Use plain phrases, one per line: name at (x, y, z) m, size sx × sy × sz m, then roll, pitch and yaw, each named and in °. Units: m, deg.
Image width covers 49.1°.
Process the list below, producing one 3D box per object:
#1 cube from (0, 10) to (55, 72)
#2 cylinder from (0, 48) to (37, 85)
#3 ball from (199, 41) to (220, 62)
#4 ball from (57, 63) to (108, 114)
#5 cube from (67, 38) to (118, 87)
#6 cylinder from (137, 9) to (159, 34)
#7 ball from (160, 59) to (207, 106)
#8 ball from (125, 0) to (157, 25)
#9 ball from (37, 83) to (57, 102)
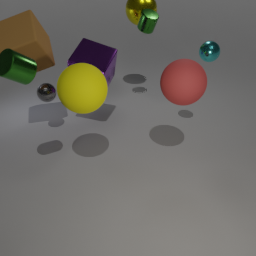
cube at (-3.505, -2.806, 9.508) m, size 1.400 × 1.400 × 1.400 m, roll -19°, pitch 66°, yaw 4°
cylinder at (-2.737, -1.493, 6.881) m, size 0.700 × 0.700 × 0.700 m, roll 25°, pitch 4°, yaw 34°
ball at (2.769, -2.593, 9.509) m, size 0.700 × 0.700 × 0.700 m, roll 0°, pitch 32°, yaw 0°
ball at (-1.272, -1.100, 7.828) m, size 1.400 × 1.400 × 1.400 m, roll 0°, pitch 32°, yaw 0°
cube at (-1.331, -2.244, 10.572) m, size 1.400 × 1.400 × 1.400 m, roll 20°, pitch 57°, yaw 4°
cylinder at (0.803, -4.277, 11.232) m, size 0.700 × 0.700 × 0.700 m, roll 9°, pitch 53°, yaw -13°
ball at (1.678, -1.383, 8.495) m, size 1.400 × 1.400 × 1.400 m, roll 0°, pitch 32°, yaw 0°
ball at (0.585, -5.243, 12.364) m, size 1.400 × 1.400 × 1.400 m, roll 0°, pitch 32°, yaw 0°
ball at (-2.986, -1.301, 10.282) m, size 0.700 × 0.700 × 0.700 m, roll 0°, pitch 32°, yaw 0°
